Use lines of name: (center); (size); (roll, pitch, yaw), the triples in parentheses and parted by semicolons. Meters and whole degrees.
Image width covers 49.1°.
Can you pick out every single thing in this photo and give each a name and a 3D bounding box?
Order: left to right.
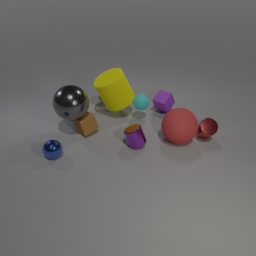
ball: (-2.713, 0.763, 10.069); (0.700, 0.700, 0.700); (0, 30, 0)
ball: (-2.223, -0.975, 10.920); (1.400, 1.400, 1.400); (0, 30, 0)
cube: (-1.743, -0.198, 11.486); (0.700, 0.700, 0.700); (-33, 34, -27)
cylinder: (-0.605, -1.700, 12.447); (1.400, 1.400, 1.400); (-20, 36, 15)
cylinder: (0.277, 0.314, 10.629); (0.700, 0.700, 0.700); (-18, 24, 9)
ball: (0.586, -1.121, 12.275); (0.700, 0.700, 0.700); (0, 30, 0)
cube: (1.671, -1.253, 13.098); (0.700, 0.700, 0.700); (23, 68, 36)
ball: (1.994, -0.081, 10.814); (1.400, 1.400, 1.400); (0, 30, 0)
cylinder: (3.090, 0.035, 11.030); (0.700, 0.700, 0.700); (1, 73, -3)
